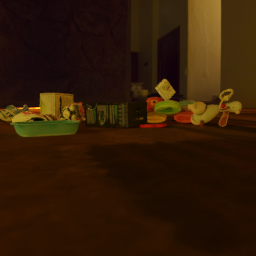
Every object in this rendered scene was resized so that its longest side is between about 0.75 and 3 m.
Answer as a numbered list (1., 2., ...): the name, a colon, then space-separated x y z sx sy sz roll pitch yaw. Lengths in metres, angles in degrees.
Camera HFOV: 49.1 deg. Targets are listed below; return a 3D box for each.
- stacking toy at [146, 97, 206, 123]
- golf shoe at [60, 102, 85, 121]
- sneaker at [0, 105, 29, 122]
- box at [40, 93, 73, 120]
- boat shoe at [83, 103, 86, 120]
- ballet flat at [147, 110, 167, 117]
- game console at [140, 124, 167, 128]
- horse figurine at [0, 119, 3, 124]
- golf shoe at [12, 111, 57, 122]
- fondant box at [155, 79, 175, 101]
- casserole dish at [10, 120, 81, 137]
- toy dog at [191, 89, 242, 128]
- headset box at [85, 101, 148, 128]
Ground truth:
1. stacking toy: 2.105 -1.065 12.546 2.602 1.099 2.355 1 -16 -5
2. golf shoe: -2.739 -0.744 13.525 1.175 0.927 2.553 -13 1 -13
3. sneaker: -6.038 -0.722 14.032 2.204 0.849 0.835 -4 8 -28
4. box: -3.532 -1.035 14.170 0.746 1.447 2.482 1 6 9
5. boat shoe: -2.237 -0.907 15.488 0.981 0.930 2.807 -3 6 -30
6. ballet flat: 1.632 -0.863 16.538 0.700 0.700 2.015 5 7 41
7. game console: 1.018 -0.115 11.196 0.960 0.149 0.849 0 5 17
8. horse figurine: -6.654 -0.447 11.660 2.726 0.680 1.806 2 12 -30
9. golf shoe: -3.562 -0.279 10.268 1.833 0.666 0.844 2 6 20
10. fondant box: 1.558 -1.568 11.634 0.756 0.545 0.220 48 -10 -30
11. casserole dish: -2.523 -0.003 8.733 2.138 0.415 1.295 -4 7 -30
12. toy dog: 3.457 -0.527 11.037 2.037 0.981 1.344 -23 -41 21
13. headset box: -0.381 -0.580 11.541 2.108 0.978 1.836 2 6 29
